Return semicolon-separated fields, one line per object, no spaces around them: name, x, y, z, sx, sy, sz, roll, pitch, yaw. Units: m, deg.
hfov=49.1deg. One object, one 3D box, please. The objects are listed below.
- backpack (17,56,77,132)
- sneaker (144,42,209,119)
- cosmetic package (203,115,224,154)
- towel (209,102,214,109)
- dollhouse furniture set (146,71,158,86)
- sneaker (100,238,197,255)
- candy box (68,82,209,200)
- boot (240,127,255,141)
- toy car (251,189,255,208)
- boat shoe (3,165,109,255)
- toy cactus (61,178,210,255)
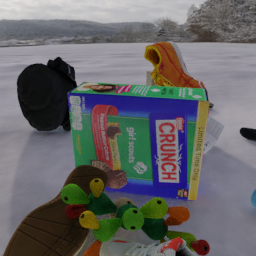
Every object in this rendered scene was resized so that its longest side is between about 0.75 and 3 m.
backpack;-2.763;-1.253;9.946;1.834;2.418;2.897;-4;15;1
sneaker;1.244;-1.211;7.619;1.078;1.020;2.794;-16;57;-17
cosmetic package;1.705;-0.224;8.035;1.910;0.707;0.971;38;35;9
towel;1.866;-1.145;12.298;2.783;0.481;2.679;-7;24;-24
dollhouse furniture set;2.047;-2.671;15.476;1.973;0.963;1.682;-10;23;-25
sneaker;0.426;1.729;3.726;1.864;0.871;0.656;14;25;31
candy box;0.222;0.250;5.794;2.599;2.198;1.001;4;25;9
boot;4.061;0.119;8.800;0.914;0.349;0.768;21;32;30
toy car;3.176;0.955;4.679;1.472;1.664;1.534;-7;22;-19
boat shoe;-1.006;1.575;4.506;0.944;0.807;2.574;23;28;10
toy cactus;-0.005;1.445;4.307;2.133;1.091;1.760;13;-12;-6
